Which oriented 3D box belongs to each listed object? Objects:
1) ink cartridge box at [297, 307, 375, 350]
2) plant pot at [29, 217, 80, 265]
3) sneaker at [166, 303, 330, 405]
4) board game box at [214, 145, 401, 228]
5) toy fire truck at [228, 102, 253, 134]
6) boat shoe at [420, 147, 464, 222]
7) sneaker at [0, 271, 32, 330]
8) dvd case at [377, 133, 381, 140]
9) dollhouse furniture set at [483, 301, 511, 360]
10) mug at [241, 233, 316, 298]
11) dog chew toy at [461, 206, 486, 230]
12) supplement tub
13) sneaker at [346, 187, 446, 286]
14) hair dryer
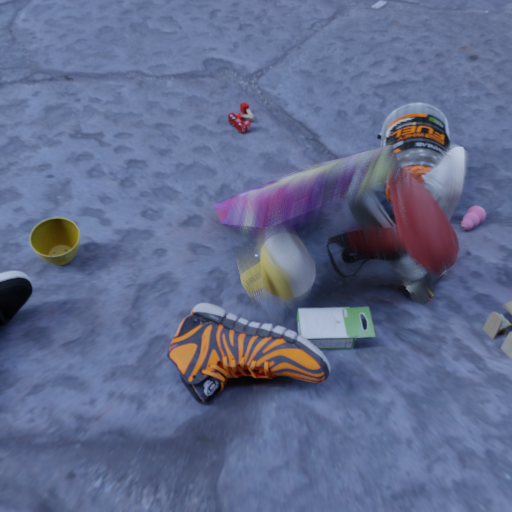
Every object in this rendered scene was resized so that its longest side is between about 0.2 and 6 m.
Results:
[{"bbox_3d":[1.397,1.289,9.961,1.290,0.383,0.670,-1,46,-1],"label":"ink cartridge box"},{"bbox_3d":[-3.947,-0.195,11.146,0.941,0.668,0.941,4,56,-6],"label":"plant pot"},{"bbox_3d":[-0.247,1.853,9.117,2.716,1.053,1.521,14,51,27],"label":"sneaker"},{"bbox_3d":[0.677,-1.199,10.353,2.407,0.648,4.010,-27,10,-10],"label":"board game box"},{"bbox_3d":[-0.340,-3.651,14.840,0.731,0.253,1.036,-23,50,-21],"label":"toy fire truck"},{"bbox_3d":[2.979,-1.121,9.158,0.593,1.730,0.623,5,65,8],"label":"boat shoe"},{"bbox_3d":[-4.757,1.604,9.314,2.902,1.060,1.623,-37,59,-21],"label":"sneaker"},{"bbox_3d":[3.866,-3.170,14.476,0.917,0.113,1.285,35,55,28],"label":"dvd case"},{"bbox_3d":[4.998,1.209,9.606,1.324,1.004,1.511,-20,49,-18],"label":"dollhouse furniture set"},{"bbox_3d":[0.439,0.198,9.572,0.979,1.003,1.222,27,73,20],"label":"mug"},{"bbox_3d":[4.626,-0.783,11.999,0.394,0.394,0.632,35,64,29],"label":"dog chew toy"},{"bbox_3d":[3.541,-2.131,12.460,1.549,1.549,2.529,7,46,7],"label":"supplement tub"},{"bbox_3d":[2.681,-0.479,10.357,0.995,2.507,0.983,-43,21,-7],"label":"sneaker"},{"bbox_3d":[2.204,-0.239,9.168,2.092,2.746,0.746,19,49,11],"label":"hair dryer"}]
